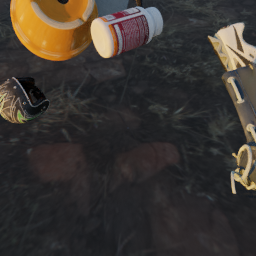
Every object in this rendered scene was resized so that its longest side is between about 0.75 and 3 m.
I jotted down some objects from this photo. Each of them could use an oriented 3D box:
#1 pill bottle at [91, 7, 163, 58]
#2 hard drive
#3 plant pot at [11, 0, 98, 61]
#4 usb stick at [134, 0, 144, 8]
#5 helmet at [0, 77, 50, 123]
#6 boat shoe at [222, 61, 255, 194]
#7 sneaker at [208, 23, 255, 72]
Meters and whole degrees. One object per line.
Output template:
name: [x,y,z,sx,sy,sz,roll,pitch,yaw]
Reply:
pill bottle: [0.007,-2.176,6.231,1.489,0.841,0.841,-25,51,-22]
hard drive: [-1.299,-4.540,9.197,2.924,2.040,0.481,12,5,-37]
plant pot: [-1.835,-3.105,7.330,2.415,2.415,2.211,-17,12,-16]
usb stick: [0.300,-3.073,7.331,0.217,1.330,0.369,-18,39,-7]
helmet: [-2.495,-0.634,6.479,1.112,1.112,1.060,29,26,25]
boat shoe: [1.681,0.334,3.441,0.805,0.975,2.604,-12,70,25]
sneaker: [2.275,-1.148,5.345,0.785,1.773,0.657,-27,18,17]
